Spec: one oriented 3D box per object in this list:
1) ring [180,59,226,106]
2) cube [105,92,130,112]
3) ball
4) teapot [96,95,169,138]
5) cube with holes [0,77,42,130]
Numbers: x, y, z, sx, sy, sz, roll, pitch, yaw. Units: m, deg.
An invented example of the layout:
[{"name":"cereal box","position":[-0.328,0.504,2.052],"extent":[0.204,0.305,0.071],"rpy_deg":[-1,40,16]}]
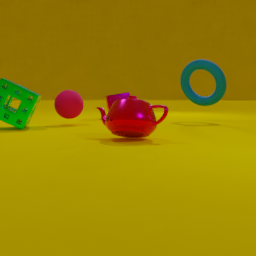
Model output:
[{"name":"ring","position":[2.358,-1.414,8.881],"extent":[1.532,1.532,0.306],"rpy_deg":[5,29,41]},{"name":"cube","position":[-0.364,-0.869,10.731],"extent":[0.871,0.871,0.871],"rpy_deg":[-10,7,-7]},{"name":"ball","position":[-1.687,-0.672,8.021],"extent":[0.826,0.826,0.826],"rpy_deg":[0,6,0]},{"name":"teapot","position":[0.019,-0.228,5.223],"extent":[1.536,0.752,0.955],"rpy_deg":[-3,-14,28]},{"name":"cube with holes","position":[-2.866,-0.619,7.129],"extent":[0.940,0.940,0.940],"rpy_deg":[26,0,-14]}]
